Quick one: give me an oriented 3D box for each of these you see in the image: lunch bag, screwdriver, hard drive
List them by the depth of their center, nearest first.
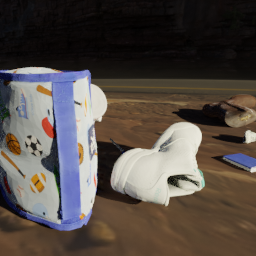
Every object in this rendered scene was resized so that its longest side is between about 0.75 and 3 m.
[{"bbox_3d":[-1.433,0.140,4.872,1.708,2.345,2.758,-9,14,-31],"label":"lunch bag"},{"bbox_3d":[2.856,0.826,6.799,0.601,0.116,0.912,-5,14,-22],"label":"hard drive"},{"bbox_3d":[-0.189,0.621,7.326,0.350,0.336,2.406,-37,22,-13],"label":"screwdriver"}]

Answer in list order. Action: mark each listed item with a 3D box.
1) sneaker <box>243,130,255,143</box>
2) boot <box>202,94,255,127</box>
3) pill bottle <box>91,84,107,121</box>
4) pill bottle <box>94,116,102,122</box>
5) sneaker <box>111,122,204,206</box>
[{"bbox_3d":[3.847,0.284,8.772,0.387,0.358,0.954,17,20,29],"label":"sneaker"},{"bbox_3d":[4.881,-0.756,11.914,2.698,0.930,2.895,-14,11,-4],"label":"boot"},{"bbox_3d":[-1.656,-0.570,9.271,1.159,1.159,2.036,-9,-10,-36],"label":"pill bottle"},{"bbox_3d":[-1.605,-0.499,11.664,0.939,0.562,0.562,3,13,12],"label":"pill bottle"},{"bbox_3d":[1.019,0.748,5.610,1.291,1.098,2.917,22,29,31],"label":"sneaker"}]
